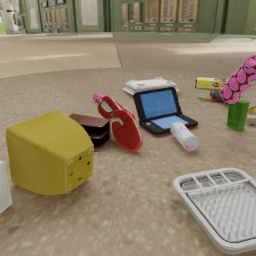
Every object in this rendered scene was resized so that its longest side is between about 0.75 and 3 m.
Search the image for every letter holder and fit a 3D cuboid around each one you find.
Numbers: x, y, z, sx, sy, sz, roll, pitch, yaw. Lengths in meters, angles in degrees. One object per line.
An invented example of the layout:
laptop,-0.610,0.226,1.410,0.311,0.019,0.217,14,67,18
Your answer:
letter holder,-1.446,0.136,9.154,1.479,0.744,1.051,10,27,21

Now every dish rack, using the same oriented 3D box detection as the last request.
dish rack,2.174,1.692,5.928,1.909,0.484,2.224,-6,24,-16
dish rack,1.159,-2.212,14.522,2.529,0.551,2.171,-9,21,-16

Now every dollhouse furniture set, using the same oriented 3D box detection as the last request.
dollhouse furniture set,5.030,-0.778,10.746,2.887,1.115,1.443,-12,27,-26

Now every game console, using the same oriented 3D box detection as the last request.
game console,1.417,-0.683,10.455,1.986,1.179,1.712,-13,27,-25

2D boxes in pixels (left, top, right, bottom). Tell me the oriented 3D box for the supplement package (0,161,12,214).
supplement package,-3.404,1.422,5.698,1.137,1.146,1.510,9,25,19

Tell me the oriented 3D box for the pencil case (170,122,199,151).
pencil case,1.810,0.249,9.066,0.523,0.571,1.259,-40,28,6

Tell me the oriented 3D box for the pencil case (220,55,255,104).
pencil case,3.624,-1.443,8.860,0.815,1.796,0.841,-4,65,-11

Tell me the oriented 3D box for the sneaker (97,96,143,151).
sneaker,0.054,-0.132,9.518,1.386,0.940,2.399,17,33,-50

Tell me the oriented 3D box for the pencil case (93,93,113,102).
pencil case,-1.179,-1.389,13.029,0.933,0.423,0.437,19,62,34

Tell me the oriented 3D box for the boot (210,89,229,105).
boot,4.248,-1.459,12.982,0.978,0.518,1.486,16,16,16

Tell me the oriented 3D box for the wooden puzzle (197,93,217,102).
wooden puzzle,3.897,-1.520,13.684,0.861,0.102,1.452,11,26,23

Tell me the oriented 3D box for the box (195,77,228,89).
box,4.606,-2.454,15.375,1.821,0.456,0.685,5,24,12

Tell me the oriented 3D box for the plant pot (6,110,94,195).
plant pot,-1.753,0.707,6.946,1.647,1.600,1.610,21,31,28
